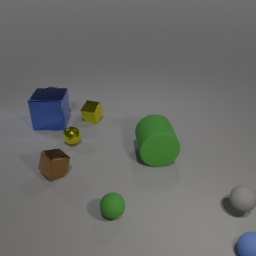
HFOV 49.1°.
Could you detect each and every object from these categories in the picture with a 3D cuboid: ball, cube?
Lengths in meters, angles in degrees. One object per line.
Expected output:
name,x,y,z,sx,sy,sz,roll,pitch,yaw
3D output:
ball,-2.174,0.281,10.886,0.700,0.700,0.700,0,30,0
ball,3.094,1.874,7.502,0.700,0.700,0.700,0,30,0
cube,-2.440,1.167,9.257,0.700,0.700,0.700,29,22,38
cube,-1.606,-0.729,12.566,0.700,0.700,0.700,11,53,19
ball,-0.422,2.125,7.690,0.700,0.700,0.700,0,30,0
ball,2.959,2.813,6.611,0.700,0.700,0.700,0,30,0
cube,-3.385,-0.846,12.255,1.400,1.400,1.400,0,30,-1

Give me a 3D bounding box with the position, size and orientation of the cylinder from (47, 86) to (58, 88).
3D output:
cylinder,-3.601,-1.635,13.440,0.700,0.700,0.700,1,7,2

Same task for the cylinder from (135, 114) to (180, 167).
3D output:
cylinder,1.020,0.428,10.010,1.400,1.400,1.400,-3,31,-5
